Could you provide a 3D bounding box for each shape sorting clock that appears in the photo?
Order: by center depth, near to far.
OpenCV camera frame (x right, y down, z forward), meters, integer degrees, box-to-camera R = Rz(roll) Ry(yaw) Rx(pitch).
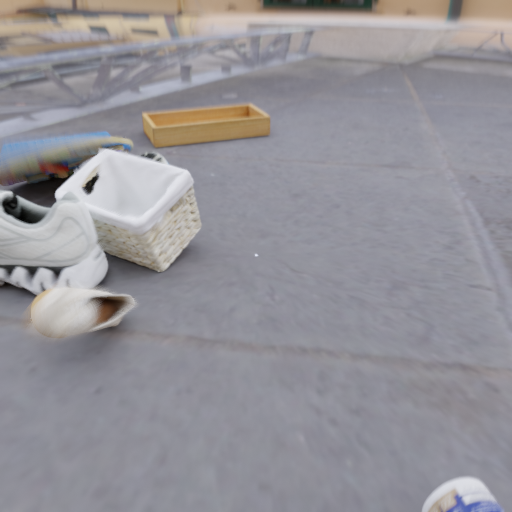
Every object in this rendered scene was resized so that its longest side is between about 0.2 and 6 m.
[{"bbox_3d":[-3.742,-1.778,10.720,2.819,0.553,2.819,-11,3,1],"label":"shape sorting clock"}]

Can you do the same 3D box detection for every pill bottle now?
[{"bbox_3d":[1.719,2.226,4.103,0.577,0.577,1.040,-8,29,-14],"label":"pill bottle"}]

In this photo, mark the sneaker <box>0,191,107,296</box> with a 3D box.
[{"bbox_3d":[-3.906,-0.241,7.845,3.496,1.417,1.313,-2,31,-1],"label":"sneaker"}]

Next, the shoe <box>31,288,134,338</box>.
[{"bbox_3d":[-1.967,0.607,6.499,0.428,0.561,1.605,-17,-7,16],"label":"shoe"}]

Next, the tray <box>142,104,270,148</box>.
[{"bbox_3d":[-1.315,-3.426,14.650,3.045,0.564,1.502,-9,29,-18],"label":"tray"}]

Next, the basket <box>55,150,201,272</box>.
[{"bbox_3d":[-1.903,-0.701,8.640,1.843,1.137,1.249,19,55,28],"label":"basket"}]

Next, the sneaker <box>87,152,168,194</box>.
[{"bbox_3d":[-2.376,-1.388,10.800,2.121,0.831,0.954,3,-16,32],"label":"sneaker"}]
